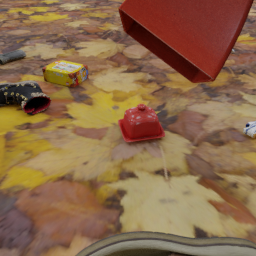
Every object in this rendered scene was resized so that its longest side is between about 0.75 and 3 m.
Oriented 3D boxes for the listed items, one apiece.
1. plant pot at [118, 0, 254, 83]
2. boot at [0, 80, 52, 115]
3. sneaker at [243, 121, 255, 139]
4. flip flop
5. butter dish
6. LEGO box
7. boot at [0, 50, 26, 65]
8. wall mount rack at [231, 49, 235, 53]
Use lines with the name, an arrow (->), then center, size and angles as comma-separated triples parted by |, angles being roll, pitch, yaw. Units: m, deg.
plant pot -> 1.091, -2.018, 4.996 | 1.851, 1.631, 1.849 | 36, 8, -3
boot -> -3.032, -0.790, 7.705 | 1.651, 0.604, 1.243 | -18, 37, -34
sneaker -> 3.115, -0.076, 6.880 | 0.373, 0.318, 0.846 | 24, 41, 31
flip flop -> 0.507, 1.885, 3.579 | 2.613, 1.060, 0.752 | 4, 49, -4
butter dish -> 0.316, -0.229, 6.712 | 1.023, 0.756, 1.020 | -7, 36, -10
LEGO box -> -2.066, -1.825, 9.295 | 1.201, 0.464, 0.895 | 16, 37, 22
boot -> -4.663, -2.840, 10.856 | 0.962, 0.384, 1.058 | 31, 51, 17
wall mount rack -> 3.395, -3.510, 11.619 | 1.678, 0.720, 1.931 | -13, 36, -12
